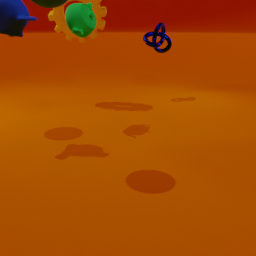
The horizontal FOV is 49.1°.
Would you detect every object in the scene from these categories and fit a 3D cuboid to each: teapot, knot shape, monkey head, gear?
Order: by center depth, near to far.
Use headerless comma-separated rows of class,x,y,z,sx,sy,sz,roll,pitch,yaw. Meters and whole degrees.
monkey head,-2.764,-2.496,6.189,1.462,0.881,1.052,35,36,8
teapot,-1.231,-2.934,7.608,0.717,0.911,1.465,-13,50,31
gear,-1.794,-4.071,9.982,2.018,2.018,0.373,1,44,1
knot shape,1.265,-3.506,11.208,1.171,1.096,0.541,-45,20,-9

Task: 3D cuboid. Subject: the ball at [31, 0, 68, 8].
ball,-1.383,-2.558,4.805,0.923,0.923,0.923,0,21,0
